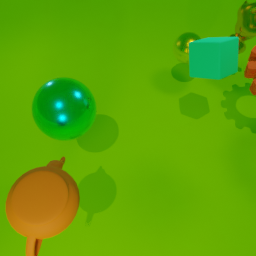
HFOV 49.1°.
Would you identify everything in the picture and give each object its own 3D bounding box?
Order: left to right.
[{"bbox_3d":[-1.275,1.137,4.416,1.091,0.859,1.755,8,60,2],"label":"teapot"},{"bbox_3d":[-1.321,-0.392,5.870,1.322,1.322,1.322,0,53,0],"label":"ball"},{"bbox_3d":[1.831,-2.431,8.503,0.944,0.944,0.944,0,53,0],"label":"ball"},{"bbox_3d":[1.751,-1.443,5.737,0.717,0.717,0.717,-24,28,-36],"label":"cube"},{"bbox_3d":[3.281,-2.856,8.024,0.783,1.427,1.404,-22,21,-35],"label":"cow figurine"},{"bbox_3d":[3.748,-1.290,6.363,1.990,0.368,1.991,-3,64,7],"label":"gear"}]
